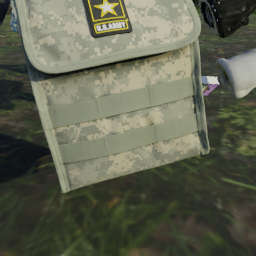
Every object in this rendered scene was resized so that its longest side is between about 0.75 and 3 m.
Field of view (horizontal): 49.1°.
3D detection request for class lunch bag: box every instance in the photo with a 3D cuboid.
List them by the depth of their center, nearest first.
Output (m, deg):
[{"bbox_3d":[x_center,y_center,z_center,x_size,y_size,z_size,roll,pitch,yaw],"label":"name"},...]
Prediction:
[{"bbox_3d":[-0.205,-0.818,4.186,2.321,2.830,1.664,-13,18,-9],"label":"lunch bag"}]

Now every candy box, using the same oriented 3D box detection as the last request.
[{"bbox_3d":[2.025,-1.166,7.804,0.751,0.630,0.269,-2,67,-20],"label":"candy box"}]

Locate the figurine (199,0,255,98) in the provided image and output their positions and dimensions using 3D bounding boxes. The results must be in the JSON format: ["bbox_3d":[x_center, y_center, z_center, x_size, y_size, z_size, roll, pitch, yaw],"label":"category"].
[{"bbox_3d":[2.925,-2.049,5.856,2.249,2.305,0.992,-21,25,7],"label":"figurine"}]

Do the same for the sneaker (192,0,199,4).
[{"bbox_3d":[2.360,-4.702,10.130,1.050,0.724,1.887,6,4,28],"label":"sneaker"}]

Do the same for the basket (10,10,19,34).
[{"bbox_3d":[-2.743,-3.568,9.063,1.820,1.266,1.604,9,57,-14],"label":"basket"}]

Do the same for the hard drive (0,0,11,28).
[{"bbox_3d":[-2.940,-1.130,4.120,2.683,0.441,1.872,-27,44,16],"label":"hard drive"}]
